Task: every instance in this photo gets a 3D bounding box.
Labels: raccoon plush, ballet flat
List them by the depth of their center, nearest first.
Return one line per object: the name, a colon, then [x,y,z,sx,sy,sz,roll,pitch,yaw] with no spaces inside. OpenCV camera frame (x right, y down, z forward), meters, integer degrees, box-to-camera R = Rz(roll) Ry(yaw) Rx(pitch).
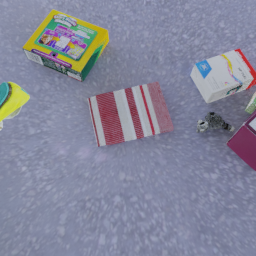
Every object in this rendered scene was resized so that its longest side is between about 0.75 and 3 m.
ballet flat: [-3.485,-0.299,7.312,2.400,0.804,0.802,-35,64,21]
raccoon plush: [3.140,0.011,10.163,1.323,0.640,0.887,29,78,11]

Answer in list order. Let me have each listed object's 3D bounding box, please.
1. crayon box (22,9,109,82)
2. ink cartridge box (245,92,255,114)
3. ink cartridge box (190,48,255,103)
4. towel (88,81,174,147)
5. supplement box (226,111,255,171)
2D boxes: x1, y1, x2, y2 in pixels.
crayon box: [-2.477,-3.423,11.472,2.669,0.778,2.303,24,68,10]
ink cartridge box: [4.837,-1.165,10.269,0.301,1.254,0.912,31,71,12]
ink cartridge box: [3.918,-2.107,10.881,2.504,0.842,1.455,-21,69,-9]
towel: [0.066,-0.529,10.531,2.863,0.326,2.062,-13,70,-3]
supplement box: [5.057,-0.175,9.509,2.890,1.892,1.491,-39,73,-14]
